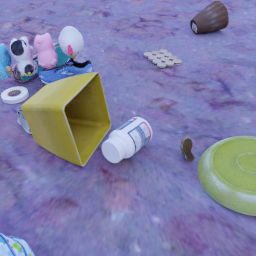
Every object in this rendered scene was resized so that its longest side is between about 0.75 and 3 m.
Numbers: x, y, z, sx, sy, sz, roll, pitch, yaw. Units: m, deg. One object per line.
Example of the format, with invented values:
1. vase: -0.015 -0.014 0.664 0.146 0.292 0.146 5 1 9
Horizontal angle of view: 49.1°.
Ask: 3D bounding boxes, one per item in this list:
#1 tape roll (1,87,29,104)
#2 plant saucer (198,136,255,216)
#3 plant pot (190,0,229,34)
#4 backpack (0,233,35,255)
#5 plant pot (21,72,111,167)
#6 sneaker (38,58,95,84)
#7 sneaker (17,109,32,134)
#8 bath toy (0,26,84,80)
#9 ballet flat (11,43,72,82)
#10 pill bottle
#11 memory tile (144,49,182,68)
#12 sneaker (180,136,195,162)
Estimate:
1. tape roll: -3.811 -1.116 9.457 0.883 0.161 0.883 -1 39 1
2. plant saucer: 2.871 0.926 6.571 2.407 0.374 2.407 -6 39 5
3. plant pot: 3.892 -5.275 13.797 1.515 1.416 1.416 -28 45 -8
4. backpack: -2.318 2.589 4.031 2.197 1.689 1.792 -13 32 -38
5. plant pot: -1.651 -0.311 7.367 1.584 1.796 1.796 6 39 22
6. sneaker: -2.225 -2.095 10.091 2.020 0.901 0.793 -11 40 -12
7. sneaker: -2.903 -0.248 8.059 1.044 0.603 0.392 28 47 30
8. bath toy: -2.859 -2.414 9.258 2.913 1.267 1.076 -14 48 5
9. ballet flat: -3.310 -2.660 10.791 1.000 0.971 2.809 28 51 31
10. pill bottle: -0.036 0.314 7.131 0.785 0.785 1.313 25 38 28
11. memory tile: 1.441 -2.905 11.695 1.132 0.124 1.477 -17 42 -20
12. sneaker: 1.427 0.456 7.011 0.294 0.877 0.394 -25 41 -3
